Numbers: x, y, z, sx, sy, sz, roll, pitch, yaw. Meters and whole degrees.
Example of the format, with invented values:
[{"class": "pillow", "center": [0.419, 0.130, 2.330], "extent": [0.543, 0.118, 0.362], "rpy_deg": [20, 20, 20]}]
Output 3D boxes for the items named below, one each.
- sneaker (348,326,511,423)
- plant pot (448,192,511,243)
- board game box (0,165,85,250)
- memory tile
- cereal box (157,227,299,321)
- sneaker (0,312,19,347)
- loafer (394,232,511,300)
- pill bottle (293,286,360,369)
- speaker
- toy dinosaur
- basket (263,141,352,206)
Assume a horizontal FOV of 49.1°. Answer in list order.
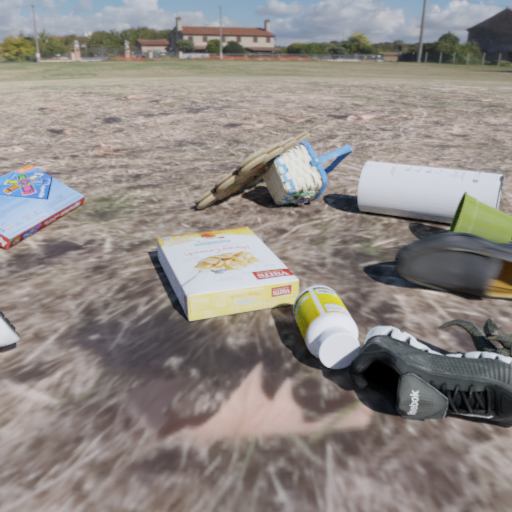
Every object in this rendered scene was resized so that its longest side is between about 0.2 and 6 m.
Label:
[{"class": "sneaker", "center": [1.982, 1.433, 6.018], "extent": [2.256, 0.750, 1.021], "rpy_deg": [14, 29, 38]}, {"class": "plant pot", "center": [4.299, -0.570, 10.640], "extent": [1.019, 1.073, 1.073], "rpy_deg": [18, 26, 12]}, {"class": "board game box", "center": [-5.022, -1.126, 11.888], "extent": [1.528, 0.289, 2.967], "rpy_deg": [31, 25, -1]}, {"class": "memory tile", "center": [-0.042, -2.028, 13.289], "extent": [2.297, 0.252, 2.996], "rpy_deg": [-33, 2, 37]}, {"class": "cereal box", "center": [-0.554, 0.204, 9.237], "extent": [1.754, 0.482, 2.438], "rpy_deg": [-8, 24, -19]}, {"class": "sneaker", "center": [-4.013, 0.797, 7.422], "extent": [0.961, 0.891, 2.371], "rpy_deg": [-42, 33, -23]}, {"class": "loafer", "center": [3.491, 0.220, 8.705], "extent": [2.577, 0.938, 0.932], "rpy_deg": [0, 26, 4]}, {"class": "pill bottle", "center": [0.914, 0.922, 7.256], "extent": [0.677, 0.677, 1.204], "rpy_deg": [-3, 23, -7]}, {"class": "speaker", "center": [3.709, -1.354, 12.124], "extent": [2.898, 1.177, 1.177], "rpy_deg": [10, 24, 24]}, {"class": "toy dinosaur", "center": [3.136, 1.252, 6.303], "extent": [2.195, 1.123, 0.845], "rpy_deg": [1, 48, 32]}, {"class": "basket", "center": [1.201, -1.944, 13.071], "extent": [1.851, 1.287, 1.632], "rpy_deg": [-28, -6, -15]}]
